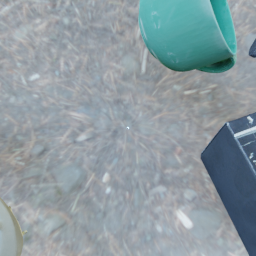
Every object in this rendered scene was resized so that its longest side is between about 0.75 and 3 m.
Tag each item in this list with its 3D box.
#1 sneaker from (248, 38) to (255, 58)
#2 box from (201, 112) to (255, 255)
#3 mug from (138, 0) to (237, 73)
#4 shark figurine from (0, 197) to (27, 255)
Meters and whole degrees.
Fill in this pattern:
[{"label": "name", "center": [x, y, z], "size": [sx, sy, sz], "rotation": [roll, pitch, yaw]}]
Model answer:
[{"label": "sneaker", "center": [2.410, -1.486, 4.457], "size": [0.491, 0.420, 1.198], "rotation": [41, 79, -5]}, {"label": "box", "center": [3.212, 1.005, 4.583], "size": [2.812, 1.773, 2.861], "rotation": [-19, 67, -7]}, {"label": "mug", "center": [1.107, -1.805, 5.192], "size": [1.363, 1.812, 2.205], "rotation": [-14, 109, 32]}, {"label": "shark figurine", "center": [-2.129, 1.938, 4.318], "size": [1.578, 1.102, 2.640], "rotation": [20, 121, 5]}]
